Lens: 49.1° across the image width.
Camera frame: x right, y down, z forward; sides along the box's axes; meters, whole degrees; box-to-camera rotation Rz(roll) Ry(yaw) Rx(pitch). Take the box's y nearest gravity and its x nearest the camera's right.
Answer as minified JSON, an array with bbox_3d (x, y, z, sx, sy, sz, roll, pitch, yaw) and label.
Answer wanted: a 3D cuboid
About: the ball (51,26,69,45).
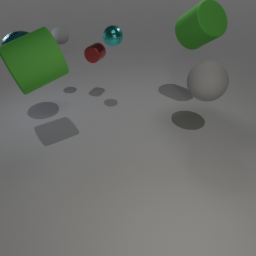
[{"bbox_3d":[-2.718,-3.711,11.233,0.700,0.700,0.700,0,33,0],"label":"ball"}]

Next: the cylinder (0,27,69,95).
[{"bbox_3d":[-2.581,-1.851,7.740,1.400,1.400,1.400,-30,41,-12],"label":"cylinder"}]

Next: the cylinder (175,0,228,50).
[{"bbox_3d":[2.728,-3.850,10.545,1.400,1.400,1.400,-18,3,-26],"label":"cylinder"}]

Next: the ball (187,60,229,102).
[{"bbox_3d":[2.744,-1.615,9.660,1.400,1.400,1.400,0,33,0],"label":"ball"}]

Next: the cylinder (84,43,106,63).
[{"bbox_3d":[-1.384,-3.171,11.817,0.700,0.700,0.700,11,32,17],"label":"cylinder"}]

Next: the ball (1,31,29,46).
[{"bbox_3d":[-3.557,-2.552,9.475,1.400,1.400,1.400,0,33,0],"label":"ball"}]

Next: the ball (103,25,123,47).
[{"bbox_3d":[-0.517,-3.176,9.673,0.700,0.700,0.700,0,33,0],"label":"ball"}]
